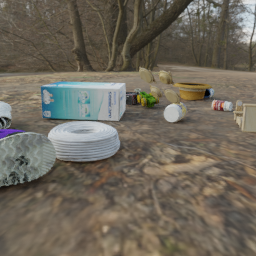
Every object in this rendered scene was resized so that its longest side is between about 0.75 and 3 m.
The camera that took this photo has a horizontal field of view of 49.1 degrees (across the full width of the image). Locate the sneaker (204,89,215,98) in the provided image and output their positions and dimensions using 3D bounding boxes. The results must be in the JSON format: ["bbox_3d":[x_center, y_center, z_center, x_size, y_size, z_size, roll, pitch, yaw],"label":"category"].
[{"bbox_3d":[3.994,-2.067,16.058,1.830,0.677,0.753,4,17,19],"label":"sneaker"}]

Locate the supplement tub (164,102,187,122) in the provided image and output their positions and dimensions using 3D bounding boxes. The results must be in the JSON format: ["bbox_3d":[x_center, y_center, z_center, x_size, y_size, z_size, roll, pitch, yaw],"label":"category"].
[{"bbox_3d":[1.687,-0.562,10.015,0.644,0.644,0.886,7,15,26],"label":"supplement tub"}]

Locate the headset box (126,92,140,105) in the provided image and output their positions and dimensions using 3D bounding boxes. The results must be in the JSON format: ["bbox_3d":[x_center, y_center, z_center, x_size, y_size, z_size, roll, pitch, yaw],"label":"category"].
[{"bbox_3d":[0.049,-1.493,14.050,0.981,0.509,1.318,8,15,30],"label":"headset box"}]

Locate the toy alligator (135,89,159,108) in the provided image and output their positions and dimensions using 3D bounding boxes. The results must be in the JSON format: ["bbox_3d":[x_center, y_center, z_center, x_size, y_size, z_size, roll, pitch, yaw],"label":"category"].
[{"bbox_3d":[0.838,-1.374,13.269,0.770,0.559,2.325,-11,22,-11],"label":"toy alligator"}]

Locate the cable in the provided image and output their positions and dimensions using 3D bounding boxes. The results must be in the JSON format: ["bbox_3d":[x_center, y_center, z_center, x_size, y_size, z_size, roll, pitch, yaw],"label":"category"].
[{"bbox_3d":[-1.034,0.285,6.724,1.702,0.589,1.701,6,15,24],"label":"cable"}]

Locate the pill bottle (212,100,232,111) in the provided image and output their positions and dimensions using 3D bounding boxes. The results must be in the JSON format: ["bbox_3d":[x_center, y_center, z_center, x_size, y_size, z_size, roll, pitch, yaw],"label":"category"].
[{"bbox_3d":[4.044,-0.951,12.026,0.758,0.433,0.433,12,18,40],"label":"pill bottle"}]

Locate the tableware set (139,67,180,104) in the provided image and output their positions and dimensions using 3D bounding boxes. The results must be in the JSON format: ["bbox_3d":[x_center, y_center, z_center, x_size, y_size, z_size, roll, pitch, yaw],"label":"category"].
[{"bbox_3d":[0.975,-1.298,8.537,1.469,1.227,0.170,21,59,44],"label":"tableware set"}]

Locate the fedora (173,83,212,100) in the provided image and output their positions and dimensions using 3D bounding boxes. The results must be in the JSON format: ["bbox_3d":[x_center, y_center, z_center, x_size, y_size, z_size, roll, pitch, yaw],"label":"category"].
[{"bbox_3d":[3.508,-1.996,15.329,2.112,0.861,2.112,2,14,0],"label":"fedora"}]

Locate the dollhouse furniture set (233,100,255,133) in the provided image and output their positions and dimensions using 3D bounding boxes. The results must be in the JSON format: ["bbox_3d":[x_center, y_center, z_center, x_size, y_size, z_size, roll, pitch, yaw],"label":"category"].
[{"bbox_3d":[4.168,-0.486,9.314,0.991,0.846,1.912,3,14,11],"label":"dollhouse furniture set"}]

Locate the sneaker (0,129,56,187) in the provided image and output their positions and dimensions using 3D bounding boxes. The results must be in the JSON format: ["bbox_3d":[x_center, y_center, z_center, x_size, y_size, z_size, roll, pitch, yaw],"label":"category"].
[{"bbox_3d":[-2.934,0.555,5.085,3.000,1.043,1.492,-1,7,-22],"label":"sneaker"}]

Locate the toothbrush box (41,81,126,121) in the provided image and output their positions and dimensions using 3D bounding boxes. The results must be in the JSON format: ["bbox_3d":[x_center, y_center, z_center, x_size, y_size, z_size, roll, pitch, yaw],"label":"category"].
[{"bbox_3d":[-1.620,-1.121,10.999,2.910,1.241,2.130,1,14,5],"label":"toothbrush box"}]

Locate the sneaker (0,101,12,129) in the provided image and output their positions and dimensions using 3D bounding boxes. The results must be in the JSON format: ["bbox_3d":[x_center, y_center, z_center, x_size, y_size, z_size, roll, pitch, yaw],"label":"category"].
[{"bbox_3d":[-4.146,-0.303,9.049,0.871,0.826,2.163,10,18,-5],"label":"sneaker"}]
